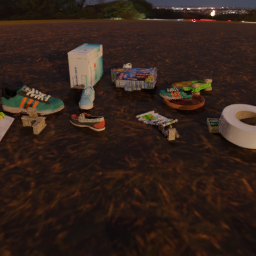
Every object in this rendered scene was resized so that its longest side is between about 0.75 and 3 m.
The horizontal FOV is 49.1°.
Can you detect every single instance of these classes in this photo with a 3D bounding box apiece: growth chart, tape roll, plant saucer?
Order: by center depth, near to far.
[{"bbox_3d":[4.557,-0.110,10.719,2.056,0.719,2.056,2,36,-2],"label":"tape roll"},{"bbox_3d":[1.199,-0.383,12.214,1.131,0.139,1.563,-23,34,-36],"label":"growth chart"},{"bbox_3d":[2.757,-1.335,13.871,1.999,0.323,1.999,1,27,0],"label":"plant saucer"}]

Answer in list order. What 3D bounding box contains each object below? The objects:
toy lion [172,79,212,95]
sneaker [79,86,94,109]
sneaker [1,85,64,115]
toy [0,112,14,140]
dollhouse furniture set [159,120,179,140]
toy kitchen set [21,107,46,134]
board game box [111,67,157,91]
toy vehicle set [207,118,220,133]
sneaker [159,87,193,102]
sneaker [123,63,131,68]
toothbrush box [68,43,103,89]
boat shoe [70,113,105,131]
[{"bbox_3d":[3.470,-2.349,15.679,1.884,0.647,1.806,-22,27,-36],"label":"toy lion"},{"bbox_3d":[-2.050,-1.555,13.775,0.713,0.791,1.930,-2,27,-2],"label":"sneaker"},{"bbox_3d":[-4.451,-1.339,12.910,2.957,1.182,1.055,2,27,4],"label":"sneaker"},{"bbox_3d":[-5.270,0.038,10.867,1.041,0.427,1.809,23,35,-14],"label":"toy"},{"bbox_3d":[1.628,0.032,11.045,0.521,0.445,1.005,-8,28,-15],"label":"dollhouse furniture set"},{"bbox_3d":[-3.965,-0.319,11.352,0.963,0.786,0.869,3,27,7],"label":"toy kitchen set"},{"bbox_3d":[0.215,-2.807,16.171,2.733,0.843,2.734,4,27,9],"label":"board game box"},{"bbox_3d":[4.074,-0.079,11.530,1.513,0.201,0.940,3,27,5],"label":"toy vehicle set"},{"bbox_3d":[2.398,-1.790,13.912,1.635,0.653,0.583,8,32,-2],"label":"sneaker"},{"bbox_3d":[-0.212,-3.910,18.604,0.614,0.596,1.683,8,28,15],"label":"sneaker"},{"bbox_3d":[-2.433,-3.721,16.627,1.199,2.058,2.811,6,27,11],"label":"toothbrush box"},{"bbox_3d":[-1.708,-0.353,11.694,1.746,0.546,0.621,15,32,29],"label":"boat shoe"}]
